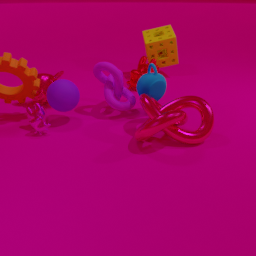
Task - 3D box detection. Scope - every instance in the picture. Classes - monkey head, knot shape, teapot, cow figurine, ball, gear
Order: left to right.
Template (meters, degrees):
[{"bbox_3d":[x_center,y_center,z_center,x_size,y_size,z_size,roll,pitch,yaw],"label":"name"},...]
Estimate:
[{"bbox_3d":[-3.345,-1.335,7.785,1.680,1.680,0.311,-2,55,-4],"label":"gear"},{"bbox_3d":[-2.397,-0.220,7.662,0.520,0.932,0.947,-30,-9,0],"label":"cow figurine"},{"bbox_3d":[-2.760,-1.289,8.931,1.614,0.972,1.161,-17,0,8],"label":"monkey head"},{"bbox_3d":[-1.819,-0.909,7.885,0.914,0.914,0.914,0,26,0],"label":"ball"},{"bbox_3d":[-0.456,-1.359,8.569,0.771,1.561,1.669,-29,35,7],"label":"knot shape"},{"bbox_3d":[0.611,-2.039,10.998,0.834,1.496,1.520,22,-4,21],"label":"cow figurine"},{"bbox_3d":[0.649,-1.200,8.426,0.944,1.519,0.744,-17,40,-31],"label":"teapot"},{"bbox_3d":[0.959,-0.208,7.105,2.094,0.968,1.959,20,33,34],"label":"knot shape"}]

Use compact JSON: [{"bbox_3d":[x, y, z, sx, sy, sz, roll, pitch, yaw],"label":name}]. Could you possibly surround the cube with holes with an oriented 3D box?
[{"bbox_3d":[1.393,-3.473,12.069,1.243,1.243,1.243,-11,42,5],"label":"cube with holes"}]
